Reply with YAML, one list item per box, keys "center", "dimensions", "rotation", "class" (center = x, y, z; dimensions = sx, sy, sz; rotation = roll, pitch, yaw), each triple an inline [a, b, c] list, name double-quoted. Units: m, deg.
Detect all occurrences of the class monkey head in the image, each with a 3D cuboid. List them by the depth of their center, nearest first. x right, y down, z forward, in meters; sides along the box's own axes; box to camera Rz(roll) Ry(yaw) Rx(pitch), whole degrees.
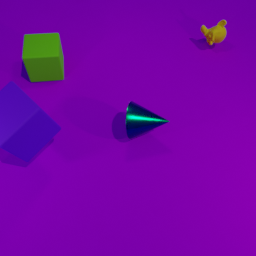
- center: [3.235, -3.613, 10.542]
  dimensions: [0.744, 1.234, 0.888]
  rotation: [-34, 75, -6]
  class: "monkey head"

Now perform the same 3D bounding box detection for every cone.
- center: [0.645, -0.210, 8.220]
  dimensions: [1.156, 1.152, 1.152]
  rotation: [2, 56, 16]
  class: "cone"

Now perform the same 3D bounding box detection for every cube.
- center: [-2.748, -0.136, 7.108]
  dimensions: [1.264, 1.264, 1.264]
  rotation: [40, 80, 24]
  class: "cube"
- center: [-2.925, -2.461, 9.808]
  dimensions: [1.176, 1.176, 1.176]
  rotation: [-5, 58, -6]
  class: "cube"
